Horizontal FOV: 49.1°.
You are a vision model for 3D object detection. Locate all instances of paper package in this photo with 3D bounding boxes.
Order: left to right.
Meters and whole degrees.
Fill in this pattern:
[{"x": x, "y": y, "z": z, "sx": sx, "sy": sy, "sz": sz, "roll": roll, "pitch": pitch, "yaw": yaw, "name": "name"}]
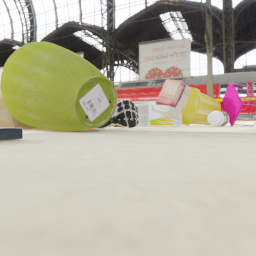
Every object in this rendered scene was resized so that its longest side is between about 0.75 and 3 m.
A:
[{"x": -3.701, "y": -0.596, "z": 10.259, "sx": 2.395, "sy": 1.239, "sz": 2.283, "roll": 2, "pitch": 3, "yaw": 42, "name": "paper package"}]

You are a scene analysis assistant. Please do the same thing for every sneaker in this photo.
[{"x": -0.711, "y": -0.461, "z": 10.114, "sx": 1.158, "sy": 1.050, "sz": 2.727, "roll": -5, "pitch": -3, "yaw": 44, "name": "sneaker"}]

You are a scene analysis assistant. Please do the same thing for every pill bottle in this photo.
[{"x": 4.430, "y": -0.452, "z": 13.745, "sx": 0.775, "sy": 0.775, "sz": 1.332, "roll": 1, "pitch": 1, "yaw": 34, "name": "pill bottle"}]

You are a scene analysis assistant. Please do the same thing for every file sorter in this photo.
[{"x": 5.937, "y": -1.218, "z": 14.612, "sx": 1.278, "sy": 1.416, "sz": 2.038, "roll": 5, "pitch": 40, "yaw": -4, "name": "file sorter"}]

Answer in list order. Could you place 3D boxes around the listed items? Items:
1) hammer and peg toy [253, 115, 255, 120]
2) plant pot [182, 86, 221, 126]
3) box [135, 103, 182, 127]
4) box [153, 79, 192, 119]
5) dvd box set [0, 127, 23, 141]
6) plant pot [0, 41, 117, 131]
[{"x": 4.647, "y": -0.259, "z": 7.769, "sx": 2.019, "sy": 0.712, "sz": 1.485, "roll": 1, "pitch": 0, "yaw": 31, "name": "hammer and peg toy"}, {"x": 4.032, "y": -1.078, "z": 15.938, "sx": 2.057, "sy": 2.187, "sz": 2.187, "roll": 14, "pitch": 1, "yaw": 0, "name": "plant pot"}, {"x": 1.431, "y": -0.593, "z": 13.295, "sx": 2.105, "sy": 1.067, "sz": 1.184, "roll": -1, "pitch": 2, "yaw": -36, "name": "box"}, {"x": 1.372, "y": -0.900, "z": 8.691, "sx": 0.580, "sy": 1.065, "sz": 0.681, "roll": 28, "pitch": -5, "yaw": -39, "name": "box"}, {"x": -2.291, "y": 0.086, "z": 4.026, "sx": 1.267, "sy": 0.186, "sz": 0.927, "roll": 1, "pitch": 3, "yaw": 35, "name": "dvd box set"}, {"x": -1.641, "y": -0.926, "z": 7.559, "sx": 2.558, "sy": 2.558, "sz": 2.734, "roll": -1, "pitch": 17, "yaw": -44, "name": "plant pot"}]
